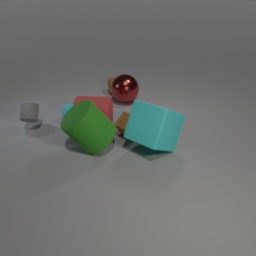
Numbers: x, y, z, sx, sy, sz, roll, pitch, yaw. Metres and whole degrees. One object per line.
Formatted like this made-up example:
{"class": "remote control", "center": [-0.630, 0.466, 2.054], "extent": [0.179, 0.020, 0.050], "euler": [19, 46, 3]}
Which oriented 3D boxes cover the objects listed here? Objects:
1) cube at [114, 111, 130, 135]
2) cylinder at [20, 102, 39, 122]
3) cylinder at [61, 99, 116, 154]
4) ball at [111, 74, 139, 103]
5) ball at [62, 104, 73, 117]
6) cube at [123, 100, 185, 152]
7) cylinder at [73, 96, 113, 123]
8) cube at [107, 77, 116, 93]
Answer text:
{"class": "cube", "center": [0.018, -0.101, 11.004], "extent": [0.700, 0.700, 0.700], "euler": [26, 72, 39]}
{"class": "cylinder", "center": [-4.025, -0.636, 11.449], "extent": [0.700, 0.700, 0.700], "euler": [-1, -11, 0]}
{"class": "cylinder", "center": [-1.379, -0.045, 9.829], "extent": [1.400, 1.400, 1.400], "euler": [-28, 35, 22]}
{"class": "ball", "center": [-0.150, -1.951, 13.879], "extent": [1.400, 1.400, 1.400], "euler": [0, 28, 0]}
{"class": "ball", "center": [-2.575, -0.720, 12.415], "extent": [0.700, 0.700, 0.700], "euler": [0, 28, 0]}
{"class": "cube", "center": [0.940, -0.069, 9.890], "extent": [1.400, 1.400, 1.400], "euler": [21, 6, 37]}
{"class": "cylinder", "center": [-1.380, -0.587, 11.367], "extent": [1.400, 1.400, 1.400], "euler": [2, 28, 4]}
{"class": "cube", "center": [-0.652, -2.297, 15.030], "extent": [0.700, 0.700, 0.700], "euler": [-6, -5, -18]}
